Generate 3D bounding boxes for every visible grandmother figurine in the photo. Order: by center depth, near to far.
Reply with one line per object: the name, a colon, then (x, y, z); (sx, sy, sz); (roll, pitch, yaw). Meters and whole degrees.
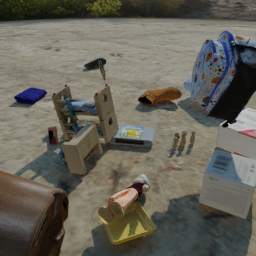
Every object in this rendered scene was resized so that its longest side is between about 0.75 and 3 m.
grandmother figurine: (0.072, 1.761, 7.483); (1.210, 0.604, 1.996); (-21, 3, 28)

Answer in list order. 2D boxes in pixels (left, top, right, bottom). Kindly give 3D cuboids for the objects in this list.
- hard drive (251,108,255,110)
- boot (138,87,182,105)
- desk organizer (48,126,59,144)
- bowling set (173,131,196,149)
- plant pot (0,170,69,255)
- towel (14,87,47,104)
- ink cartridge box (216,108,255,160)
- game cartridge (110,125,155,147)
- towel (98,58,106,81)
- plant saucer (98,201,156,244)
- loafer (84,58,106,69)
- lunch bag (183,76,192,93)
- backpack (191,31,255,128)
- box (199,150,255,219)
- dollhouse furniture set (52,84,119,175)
hard drive: (5.789, -0.367, 12.126); (1.103, 0.346, 1.636); (-21, 34, -34)
boot: (1.559, -1.573, 13.962); (1.913, 0.734, 1.485); (14, 29, 30)
desk organizer: (-2.932, 0.274, 10.952); (0.344, 0.321, 0.894); (-9, 29, -13)
bowling set: (1.971, 0.319, 10.601); (1.033, 0.555, 0.719); (-14, 31, -25)
plant pot: (-2.831, 1.988, 5.429); (2.816, 2.844, 2.844); (12, 29, 5)
towel: (-5.052, -1.666, 14.642); (1.109, 0.372, 1.502); (13, 30, 10)
ink cartridge box: (4.612, 0.168, 10.450); (2.252, 0.950, 1.630); (-25, 37, -38)
game cartridge: (0.156, 0.267, 10.975); (1.758, 0.356, 1.172); (5, 24, 8)
towel: (-1.186, -2.718, 12.938); (0.138, 0.801, 0.772); (-17, 66, -9)
plant saucer: (-0.046, 2.373, 6.919); (1.151, 0.279, 1.151); (-11, 24, -19)
loafer: (-2.360, -4.633, 19.990); (1.752, 0.629, 0.551); (-26, 31, -36)
lunch bag: (4.382, -2.105, 14.090); (2.570, 1.634, 2.180); (-11, 27, -10)
backpack: (3.049, -1.720, 8.753); (1.976, 2.565, 2.443); (21, 50, -3)
box: (2.816, 1.503, 7.739); (1.304, 1.117, 1.297); (16, 32, 25)
dollhouse furniture set: (-1.877, -0.117, 9.727); (1.958, 1.947, 2.778); (2, 31, 23)
